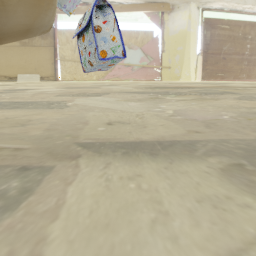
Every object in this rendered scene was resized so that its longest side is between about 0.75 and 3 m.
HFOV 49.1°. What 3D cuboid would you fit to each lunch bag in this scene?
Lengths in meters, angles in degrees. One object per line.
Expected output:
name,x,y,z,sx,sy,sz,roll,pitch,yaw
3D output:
lunch bag,-1.802,-3.849,7.041,1.538,1.304,0.978,40,9,-1
lunch bag,-0.729,-2.118,6.517,0.872,1.408,1.197,-12,3,-28

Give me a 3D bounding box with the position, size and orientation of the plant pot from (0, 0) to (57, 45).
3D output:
plant pot,-2.355,-2.305,4.708,1.977,2.279,2.279,-9,14,-33
